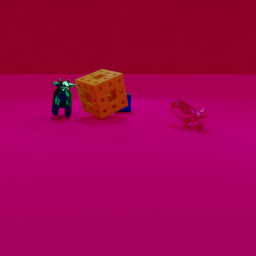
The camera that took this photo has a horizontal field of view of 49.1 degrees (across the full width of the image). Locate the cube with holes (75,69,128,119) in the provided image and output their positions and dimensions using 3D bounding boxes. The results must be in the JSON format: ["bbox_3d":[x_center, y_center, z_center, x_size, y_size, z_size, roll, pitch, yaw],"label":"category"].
[{"bbox_3d":[-0.951,-1.282,10.244,1.249,1.249,1.249,-29,34,-31],"label":"cube with holes"}]

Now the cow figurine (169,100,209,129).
[{"bbox_3d":[1.829,-0.443,8.489,1.212,0.665,1.192,35,-3,3],"label":"cow figurine"}]

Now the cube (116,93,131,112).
[{"bbox_3d":[-0.283,-1.085,11.870,0.741,0.741,0.741,-2,12,-8],"label":"cube"}]

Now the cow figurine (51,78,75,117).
[{"bbox_3d":[-2.417,-1.251,10.383,0.909,1.630,1.656,4,-15,-14],"label":"cow figurine"}]
